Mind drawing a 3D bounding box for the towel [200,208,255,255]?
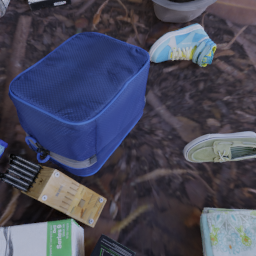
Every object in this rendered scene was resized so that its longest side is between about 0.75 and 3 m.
[{"bbox_3d":[2.237,2.467,5.525,1.485,0.418,1.735,0,63,1],"label":"towel"}]

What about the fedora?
[{"bbox_3d":[1.583,-4.002,8.479,2.518,1.137,2.227,-35,67,-15],"label":"fedora"}]

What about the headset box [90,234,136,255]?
[{"bbox_3d":[-0.498,2.749,4.899,0.676,1.270,1.458,26,66,12],"label":"headset box"}]

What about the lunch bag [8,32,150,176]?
[{"bbox_3d":[-0.938,-0.420,6.106,2.027,1.974,2.983,27,55,21],"label":"lunch bag"}]

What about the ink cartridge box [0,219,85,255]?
[{"bbox_3d":[-1.809,2.248,5.109,1.854,1.353,0.779,-6,63,-3],"label":"ink cartridge box"}]

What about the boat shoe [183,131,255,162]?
[{"bbox_3d":[1.383,0.299,4.041,1.133,0.408,0.351,-12,27,3],"label":"boat shoe"}]

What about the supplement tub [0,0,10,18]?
[{"bbox_3d":[-4.157,-4.078,8.616,0.967,0.967,1.578,4,62,2],"label":"supplement tub"}]

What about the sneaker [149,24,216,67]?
[{"bbox_3d":[1.599,-2.080,7.705,1.909,0.759,1.246,-29,65,-13],"label":"sneaker"}]

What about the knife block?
[{"bbox_3d":[-1.717,1.303,6.081,2.035,1.786,0.651,39,67,-31],"label":"knife block"}]

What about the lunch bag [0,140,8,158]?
[{"bbox_3d":[-4.306,0.753,6.106,2.954,1.390,2.224,28,66,0],"label":"lunch bag"}]

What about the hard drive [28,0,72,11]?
[{"bbox_3d":[-2.726,-4.767,9.325,1.344,0.364,1.924,-14,62,-7],"label":"hard drive"}]
